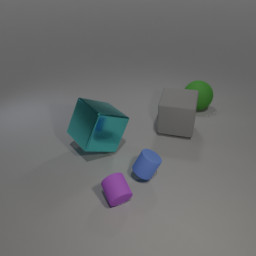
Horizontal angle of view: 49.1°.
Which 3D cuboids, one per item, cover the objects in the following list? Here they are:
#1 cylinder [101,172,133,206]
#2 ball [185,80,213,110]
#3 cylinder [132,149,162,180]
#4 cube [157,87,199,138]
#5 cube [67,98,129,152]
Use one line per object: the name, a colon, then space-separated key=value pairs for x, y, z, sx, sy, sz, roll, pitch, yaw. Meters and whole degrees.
cylinder: x=-0.322 y=1.742 z=7.958 sx=0.700 sy=0.700 sz=0.700 roll=-15 pitch=57 yaw=-24
ball: x=3.325 y=-1.552 z=13.305 sx=1.400 sy=1.400 sz=1.400 roll=0 pitch=30 yaw=0
cylinder: x=0.587 y=1.126 z=8.729 sx=0.700 sy=0.700 sz=0.700 roll=24 pitch=24 yaw=-12
cube: x=2.007 y=-0.648 z=11.265 sx=1.400 sy=1.400 sz=1.400 roll=8 pitch=39 yaw=14
cube: x=-1.081 y=-0.095 z=9.929 sx=1.400 sy=1.400 sz=1.400 roll=6 pitch=23 yaw=-44
